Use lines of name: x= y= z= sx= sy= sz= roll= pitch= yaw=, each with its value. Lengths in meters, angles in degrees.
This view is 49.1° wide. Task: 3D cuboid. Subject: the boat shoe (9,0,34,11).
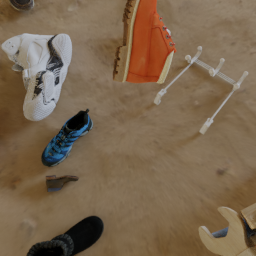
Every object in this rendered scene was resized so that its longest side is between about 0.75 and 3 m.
boat shoe: x=-3.937 y=-4.936 z=9.694 sx=0.807 sy=0.794 sz=2.166 roll=-28 pitch=68 yaw=-12

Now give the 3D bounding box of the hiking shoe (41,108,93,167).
hiking shoe: x=-1.658 y=0.212 z=7.324 sx=0.657 sy=0.766 sz=1.767 roll=33 pitch=69 yaw=14

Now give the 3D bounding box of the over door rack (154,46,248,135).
over door rack: x=2.141 y=-1.219 z=7.994 sx=1.732 sy=0.781 sz=2.344 roll=36 pitch=70 yaw=16

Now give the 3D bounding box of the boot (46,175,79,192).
boot: x=-1.659 y=1.409 z=7.086 sx=0.841 sy=0.314 sz=0.408 roll=0 pitch=83 yaw=0

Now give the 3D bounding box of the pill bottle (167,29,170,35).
pill bottle: x=0.852 y=-3.178 z=9.011 sx=0.557 sy=0.557 sz=0.978 roll=-41 pitch=71 yaw=-17

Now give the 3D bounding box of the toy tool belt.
toy tool belt: x=1.655 y=1.419 z=3.350 sx=2.368 sy=1.478 sz=1.455 roll=-23 pitch=57 yaw=5

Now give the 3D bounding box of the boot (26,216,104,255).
boot: x=-1.264 y=2.453 z=6.031 sx=1.641 sy=1.227 sz=0.617 roll=-35 pitch=70 yaw=-15

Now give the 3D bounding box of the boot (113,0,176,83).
boot: x=0.514 y=-2.218 z=6.302 sx=1.355 sy=2.527 sz=0.948 roll=8 pitch=21 yaw=-9

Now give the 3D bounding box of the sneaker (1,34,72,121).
sneaker: x=-2.775 y=-1.567 z=7.993 sx=1.719 sy=1.124 sz=2.990 roll=9 pitch=60 yaw=5
